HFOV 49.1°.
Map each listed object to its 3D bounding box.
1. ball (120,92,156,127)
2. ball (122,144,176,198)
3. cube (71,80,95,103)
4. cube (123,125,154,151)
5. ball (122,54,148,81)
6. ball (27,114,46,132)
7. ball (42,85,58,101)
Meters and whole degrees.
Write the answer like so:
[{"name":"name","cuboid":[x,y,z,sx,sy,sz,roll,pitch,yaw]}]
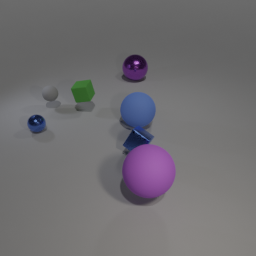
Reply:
[{"name":"ball","cuboid":[0.395,-0.718,11.067,1.400,1.400,1.400,0,32,0]},{"name":"ball","cuboid":[0.546,1.127,7.374,1.400,1.400,1.400,0,32,0]},{"name":"cube","cuboid":[-1.905,-1.569,11.929,0.700,0.700,0.700,-4,34,16]},{"name":"cube","cuboid":[0.367,0.440,9.519,0.700,0.700,0.700,36,19,8]},{"name":"ball","cuboid":[0.386,-3.273,15.194,1.400,1.400,1.400,0,32,0]},{"name":"ball","cuboid":[-3.573,-0.181,10.950,0.700,0.700,0.700,0,32,0]},{"name":"ball","cuboid":[-3.428,-1.520,12.336,0.700,0.700,0.700,0,32,0]}]
